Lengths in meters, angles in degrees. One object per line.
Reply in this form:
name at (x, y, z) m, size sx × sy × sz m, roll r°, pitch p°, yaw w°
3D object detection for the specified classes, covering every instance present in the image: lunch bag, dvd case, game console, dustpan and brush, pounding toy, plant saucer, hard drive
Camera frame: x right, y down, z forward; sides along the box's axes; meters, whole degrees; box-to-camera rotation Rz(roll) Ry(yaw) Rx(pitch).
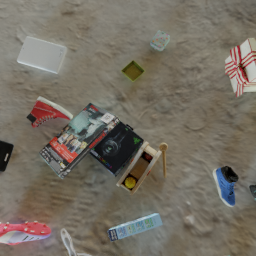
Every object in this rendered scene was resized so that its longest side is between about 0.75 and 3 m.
lunch bag at (1.452, -3.897, 12.586) m, size 0.700 × 0.336 × 0.873 m, roll 32°, pitch 76°, yaw 6°
dvd case at (-1.906, 0.353, 10.668) m, size 2.939 × 0.323 × 2.145 m, roll -48°, pitch 39°, yaw -13°
game console at (-5.292, 1.082, 11.227) m, size 1.022 × 0.676 × 1.162 m, roll 21°, pitch 73°, yaw -25°
dustpan and brush at (-1.742, 4.794, 9.774) m, size 1.885 × 0.773 × 2.701 m, roll -24°, pitch 75°, yaw -7°
pounding toy at (0.830, 1.491, 10.426) m, size 1.416 × 1.412 × 2.469 m, roll 34°, pitch 77°, yaw 10°
plant saucer at (0.221, -2.449, 12.234) m, size 0.776 × 0.186 × 0.778 m, roll -43°, pitch 78°, yaw -12°
hard drive at (-3.778, -3.225, 12.328) m, size 1.886 × 0.248 × 1.244 m, roll 17°, pitch 81°, yaw 7°

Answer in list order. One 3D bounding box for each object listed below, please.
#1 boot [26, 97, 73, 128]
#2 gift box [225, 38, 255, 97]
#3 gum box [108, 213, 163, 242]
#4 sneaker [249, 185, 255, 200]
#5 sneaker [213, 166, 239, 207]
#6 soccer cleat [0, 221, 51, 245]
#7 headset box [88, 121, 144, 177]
boot at (-3.216, -0.397, 11.419) m, size 1.756 × 0.636 × 1.267 m, roll 23°, pitch 75°, yaw 15°
gift box at (5.081, -2.358, 11.409) m, size 1.844 × 1.974 × 1.822 m, roll -4°, pitch 68°, yaw -17°
gum box at (0.241, 3.441, 9.792) m, size 1.780 × 1.512 × 0.396 m, roll -17°, pitch 74°, yaw -5°
sneaker at (5.730, 1.905, 10.546) m, size 2.565 × 0.967 × 1.017 m, roll -36°, pitch 75°, yaw -10°
sneaker at (3.806, 2.155, 10.478) m, size 0.573 × 0.831 × 1.494 m, roll -4°, pitch 68°, yaw -30°
soccer cleat at (-3.847, 3.884, 10.195) m, size 2.070 × 0.690 × 0.791 m, roll 3°, pitch 107°, yaw -6°
headset box at (-0.506, 0.655, 10.956) m, size 1.631 × 0.869 × 1.873 m, roll 40°, pitch 77°, yaw 11°
